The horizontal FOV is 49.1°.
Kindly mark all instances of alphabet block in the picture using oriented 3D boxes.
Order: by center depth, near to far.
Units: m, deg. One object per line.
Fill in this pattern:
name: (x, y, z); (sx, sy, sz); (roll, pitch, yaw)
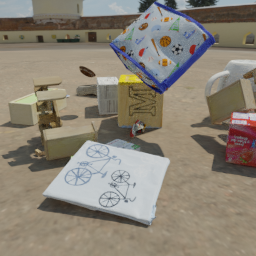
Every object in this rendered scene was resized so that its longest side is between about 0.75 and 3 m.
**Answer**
alphabet block: (0.519, -1.172, 11.795); (1.844, 1.878, 1.834); (0, 21, 0)

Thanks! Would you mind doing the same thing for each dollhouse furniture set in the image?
dollhouse furniture set: (-2.103, -0.265, 9.275); (1.580, 2.084, 2.378); (-9, 49, -20)
dollhouse furniture set: (4.496, -0.862, 10.242); (2.602, 2.390, 1.693); (0, -15, -27)

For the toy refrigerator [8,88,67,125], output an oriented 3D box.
toy refrigerator: (-4.025, -1.104, 12.861); (1.117, 1.029, 2.942); (6, 20, 16)

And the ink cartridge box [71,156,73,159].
ink cartridge box: (-1.029, 1.164, 7.759); (1.046, 0.345, 1.437); (-4, 19, -12)

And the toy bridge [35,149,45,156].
toy bridge: (-2.415, 0.673, 9.295); (0.420, 0.170, 1.249); (22, 29, 40)

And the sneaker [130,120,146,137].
sneaker: (0.393, 0.032, 10.660); (0.453, 0.429, 1.102); (22, 35, 11)

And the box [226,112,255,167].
box: (4.404, 0.407, 8.361); (2.719, 1.298, 1.355); (7, 21, 19)

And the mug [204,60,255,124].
mug: (4.574, -1.573, 12.012); (2.843, 2.493, 2.099); (-6, 21, -16)

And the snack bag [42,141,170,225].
snack bag: (-0.367, 1.226, 7.135); (2.659, 0.285, 2.507); (10, 30, 14)

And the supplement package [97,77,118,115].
supplement package: (-0.961, -1.602, 13.604); (1.026, 1.441, 1.850); (-3, 20, -7)

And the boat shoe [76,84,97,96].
boat shoe: (-1.978, -2.276, 16.483); (2.205, 0.737, 0.628); (3, 25, 18)

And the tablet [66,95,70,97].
tablet: (-4.314, -1.697, 15.784); (1.174, 0.123, 1.805); (13, 23, 33)

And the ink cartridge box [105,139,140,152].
ink cartridge box: (-0.191, 0.724, 8.815); (0.951, 0.400, 0.689); (16, 26, 37)

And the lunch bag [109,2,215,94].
lunch bag: (1.166, -2.592, 9.441); (2.380, 1.734, 2.800); (-45, 46, 1)

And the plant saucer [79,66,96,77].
plant saucer: (-1.852, -2.494, 12.595); (0.824, 0.151, 0.824); (25, -12, 6)
